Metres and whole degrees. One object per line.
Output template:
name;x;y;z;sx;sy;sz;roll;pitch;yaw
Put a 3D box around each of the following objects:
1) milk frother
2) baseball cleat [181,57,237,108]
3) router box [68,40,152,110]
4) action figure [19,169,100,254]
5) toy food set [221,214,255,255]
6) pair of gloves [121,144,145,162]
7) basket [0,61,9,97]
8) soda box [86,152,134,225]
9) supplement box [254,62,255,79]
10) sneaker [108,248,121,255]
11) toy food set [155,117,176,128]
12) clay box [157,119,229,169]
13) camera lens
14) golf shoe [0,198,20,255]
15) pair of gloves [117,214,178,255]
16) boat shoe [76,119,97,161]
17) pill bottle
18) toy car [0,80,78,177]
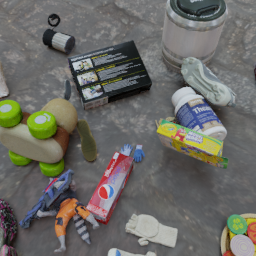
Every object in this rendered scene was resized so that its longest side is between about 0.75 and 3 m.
milk frother;-3.120;-4.351;12.905;1.286;1.368;1.234;23;57;14
baseball cleat;3.063;-1.649;10.723;1.459;0.956;2.742;18;34;-41
router box;-0.752;-2.215;11.560;2.930;0.748;2.185;-18;75;-11
action figure;-2.106;2.620;8.697;2.454;1.284;2.374;-41;51;11
toy food set;3.810;3.610;8.187;2.222;0.546;2.245;2;57;1
pair of gloves;0.173;0.901;10.162;0.912;0.104;0.733;4;56;11
basket;-6.384;-2.436;10.984;2.535;2.512;2.038;-16;56;-10
soda box;-0.548;1.924;9.144;0.702;0.775;2.214;21;59;12
supplement box;6.006;-2.227;12.019;0.914;0.511;1.680;6;58;4
sneaker;0.195;4.433;7.339;1.375;0.949;2.471;-8;64;1
toy food set;1.496;-0.159;10.912;0.843;0.133;0.536;-6;57;-13
clay box;2.086;0.530;8.777;2.237;1.285;0.532;21;76;23
camera lens;2.654;-4.028;11.723;2.364;2.955;2.364;0;57;0
golf shoe;-3.906;3.275;8.138;1.199;0.946;2.604;-23;52;-1
pair of gloves;0.520;3.560;8.356;1.601;0.330;1.882;21;58;13
boat shoe;-1.470;0.460;10.261;0.563;0.518;1.575;-19;77;0
pill bottle;2.513;-0.402;10.348;1.266;1.266;2.282;-17;56;-11
toy car;-2.754;-0.329;9.790;2.365;2.462;2.998;17;48;11
